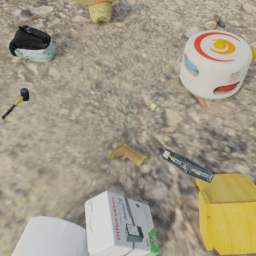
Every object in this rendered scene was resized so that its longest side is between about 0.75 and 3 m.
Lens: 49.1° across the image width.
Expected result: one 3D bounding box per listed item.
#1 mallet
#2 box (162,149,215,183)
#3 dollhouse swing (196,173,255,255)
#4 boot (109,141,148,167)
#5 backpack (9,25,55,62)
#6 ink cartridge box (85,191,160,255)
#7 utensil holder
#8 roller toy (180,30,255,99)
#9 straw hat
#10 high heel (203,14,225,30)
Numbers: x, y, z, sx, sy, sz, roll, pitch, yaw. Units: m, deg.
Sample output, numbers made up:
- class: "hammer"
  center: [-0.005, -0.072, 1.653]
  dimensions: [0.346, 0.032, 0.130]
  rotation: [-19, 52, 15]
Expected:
- class: "mallet"
  center: [-3.124, -0.697, 7.785]
  dimensions: [0.243, 0.389, 1.181]
  rotation: [21, 41, 5]
- class: "box"
  center: [1.449, 0.909, 6.828]
  dimensions: [0.849, 0.275, 1.076]
  rotation: [23, 5, -29]
- class: "dollhouse swing"
  center: [2.923, 2.345, 8.018]
  dimensions: [1.912, 1.681, 1.738]
  rotation: [-2, 93, -2]
- class: "boot"
  center: [0.015, 0.943, 9.141]
  dimensions: [1.013, 0.335, 0.887]
  rotation: [34, 59, 23]
- class: "backpack"
  center: [-4.098, -3.601, 12.257]
  dimensions: [1.732, 1.096, 1.445]
  rotation: [10, 68, 6]
- class: "ink cartridge box"
  center: [-0.129, 2.478, 6.934]
  dimensions: [0.764, 1.817, 1.326]
  rotation: [-33, 49, 24]
- class: "utensil holder"
  center: [-1.861, 3.377, 6.270]
  dimensions: [1.860, 1.860, 2.188]
  rotation: [9, 49, 7]
- class: "roller toy"
  center: [3.407, -2.531, 10.897]
  dimensions: [2.715, 1.898, 2.477]
  rotation: [20, 54, 15]
- class: "straw hat"
  center: [-1.382, -5.877, 13.901]
  dimensions: [2.824, 1.195, 2.824]
  rotation: [-7, 20, 3]
- class: "high heel"
  center: [4.130, -5.394, 14.040]
  dimensions: [1.354, 0.483, 0.965]
  rotation: [-7, 57, -26]
